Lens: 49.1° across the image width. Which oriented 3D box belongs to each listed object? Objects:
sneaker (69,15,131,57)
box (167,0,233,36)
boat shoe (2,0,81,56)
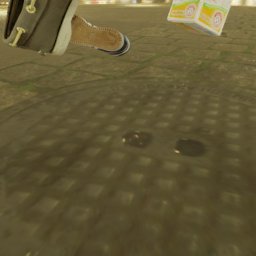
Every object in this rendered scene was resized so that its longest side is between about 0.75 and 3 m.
[{"bbox_3d":[-0.879,-2.520,7.772,2.017,0.707,1.094,23,13,18],"label":"sneaker"},{"bbox_3d":[1.438,-2.539,5.151,0.811,1.441,0.730,9,15,-40],"label":"box"},{"bbox_3d":[-0.864,-1.659,2.863,0.747,2.500,0.893,-5,67,-27],"label":"boat shoe"}]
